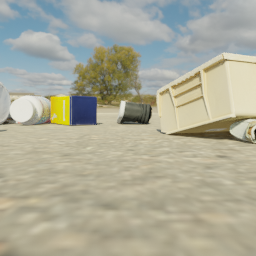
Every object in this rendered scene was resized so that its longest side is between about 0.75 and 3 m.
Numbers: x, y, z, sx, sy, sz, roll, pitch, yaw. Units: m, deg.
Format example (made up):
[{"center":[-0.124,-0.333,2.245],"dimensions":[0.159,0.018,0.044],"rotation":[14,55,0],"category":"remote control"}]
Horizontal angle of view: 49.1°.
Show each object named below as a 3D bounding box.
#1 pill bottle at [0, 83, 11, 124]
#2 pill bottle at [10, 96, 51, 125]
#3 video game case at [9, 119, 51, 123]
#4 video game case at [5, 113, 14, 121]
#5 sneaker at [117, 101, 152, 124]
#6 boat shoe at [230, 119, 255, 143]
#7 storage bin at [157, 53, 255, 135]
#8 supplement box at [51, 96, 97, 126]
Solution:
[{"center":[-6.176,-0.935,10.553],"dimensions":[2.941,1.659,1.659],"rotation":[0,4,9],"category":"pill bottle"},{"center":[-3.706,-0.684,10.833],"dimensions":[1.108,1.108,2.037],"rotation":[0,4,3],"category":"pill bottle"},{"center":[-4.275,-0.302,12.339],"dimensions":[1.585,0.138,1.134],"rotation":[-4,5,-39],"category":"video game case"},{"center":[-5.638,-0.518,12.754],"dimensions":[2.135,0.269,2.343],"rotation":[-1,-2,7],"category":"video game case"},{"center":[0.259,-0.556,11.443],"dimensions":[1.313,0.936,2.647],"rotation":[11,0,-4],"category":"sneaker"},{"center":[2.200,0.051,4.763],"dimensions":[0.394,0.431,1.153],"rotation":[4,1,-35],"category":"boat shoe"},{"center":[2.242,-0.565,6.195],"dimensions":[2.407,1.128,2.389],"rotation":[-2,-8,-25],"category":"storage bin"},{"center":[-2.132,-0.671,10.814],"dimensions":[1.068,1.075,1.963],"rotation":[-2,5,-36],"category":"supplement box"}]
